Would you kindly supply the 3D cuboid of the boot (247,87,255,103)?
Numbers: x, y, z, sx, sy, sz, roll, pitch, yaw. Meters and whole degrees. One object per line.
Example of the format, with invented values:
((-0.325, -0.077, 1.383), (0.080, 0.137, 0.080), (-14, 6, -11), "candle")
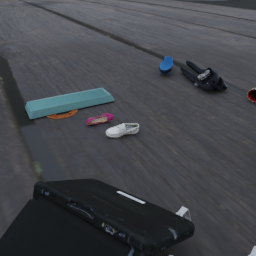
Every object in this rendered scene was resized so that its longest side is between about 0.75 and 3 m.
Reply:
((5.049, -1.104, 9.164), (1.433, 0.685, 1.897), (-27, 35, -33), "boot")

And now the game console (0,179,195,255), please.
((-0.586, 1.840, 4.375), (2.470, 1.437, 2.172), (14, 4, 38), "game console")

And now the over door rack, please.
((0.798, 1.913, 4.004), (1.990, 0.663, 1.470), (-26, 31, -36), "over door rack")

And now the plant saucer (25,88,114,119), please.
((-1.880, -0.876, 9.152), (2.778, 0.264, 0.971), (-14, 32, -23), "plant saucer")

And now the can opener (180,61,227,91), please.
((2.704, -2.004, 10.741), (0.800, 0.992, 2.524), (-45, 35, 3), "can opener")

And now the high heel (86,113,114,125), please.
((-0.799, -0.232, 8.051), (0.799, 0.269, 0.383), (-3, 21, 4), "high heel")

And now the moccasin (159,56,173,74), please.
((1.641, -2.524, 11.682), (0.586, 0.497, 1.456), (17, 36, 13), "moccasin")

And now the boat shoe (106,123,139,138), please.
((-0.141, 0.013, 7.541), (0.925, 0.321, 0.327), (-11, 59, -17), "boat shoe")

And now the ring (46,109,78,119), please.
((-2.124, -0.583, 8.835), (1.061, 0.102, 1.061), (1, 31, 0), "ring")
